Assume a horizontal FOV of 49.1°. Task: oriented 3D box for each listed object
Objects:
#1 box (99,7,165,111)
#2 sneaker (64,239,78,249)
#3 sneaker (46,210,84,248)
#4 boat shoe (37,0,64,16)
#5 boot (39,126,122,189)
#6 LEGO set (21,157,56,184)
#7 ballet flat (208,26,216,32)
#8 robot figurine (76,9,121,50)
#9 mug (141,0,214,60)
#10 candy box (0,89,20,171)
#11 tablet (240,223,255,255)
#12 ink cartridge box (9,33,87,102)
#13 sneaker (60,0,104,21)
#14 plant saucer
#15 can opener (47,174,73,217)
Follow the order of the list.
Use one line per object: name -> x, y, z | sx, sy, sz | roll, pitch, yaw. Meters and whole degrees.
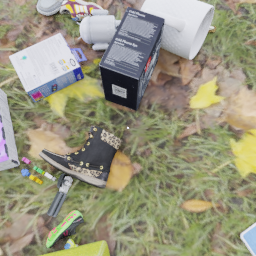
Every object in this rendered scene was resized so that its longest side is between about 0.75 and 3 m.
box -> 0.159, -2.286, 9.819 | 1.358, 2.608, 2.375 | 20, 73, 6
sneaker -> -1.752, 4.019, 9.074 | 0.416, 0.300, 0.792 | -45, 70, 0
sneaker -> -2.021, 3.365, 9.054 | 1.476, 0.567, 0.618 | -42, 111, -6
boat shoe -> -2.893, -6.064, 11.898 | 1.085, 0.944, 2.943 | 33, 75, 10
boot -> -1.576, 0.796, 9.730 | 2.511, 0.919, 1.890 | 24, 75, 4
LEGO set -> -3.258, 1.551, 9.678 | 1.394, 0.572, 0.532 | 30, 76, 9
ballet flat -> 3.245, -4.103, 11.634 | 0.854, 0.269, 0.293 | -9, 73, -3
robot figurine -> -1.105, -3.912, 11.160 | 1.860, 1.050, 1.577 | -3, 93, 0
mug -> 1.567, -3.914, 10.365 | 2.401, 2.739, 2.022 | 28, 113, 16
candy box -> -5.458, 0.189, 9.843 | 2.494, 1.064, 2.973 | -17, 73, -5
tablet -> 5.184, 3.560, 9.248 | 2.565, 0.175, 1.669 | -31, 75, -10
ink cartridge box -> -2.880, -2.391, 10.708 | 2.571, 0.981, 1.754 | -29, 74, -7
sneaker -> -1.860, -4.775, 11.673 | 1.990, 0.746, 0.897 | 24, 82, 14
plant saucer -> -1.714, 5.020, 8.038 | 2.838, 0.679, 2.834 | -12, 93, -4
can opener -> -2.339, 2.306, 9.601 | 0.483, 0.382, 1.453 | 6, 67, 39
